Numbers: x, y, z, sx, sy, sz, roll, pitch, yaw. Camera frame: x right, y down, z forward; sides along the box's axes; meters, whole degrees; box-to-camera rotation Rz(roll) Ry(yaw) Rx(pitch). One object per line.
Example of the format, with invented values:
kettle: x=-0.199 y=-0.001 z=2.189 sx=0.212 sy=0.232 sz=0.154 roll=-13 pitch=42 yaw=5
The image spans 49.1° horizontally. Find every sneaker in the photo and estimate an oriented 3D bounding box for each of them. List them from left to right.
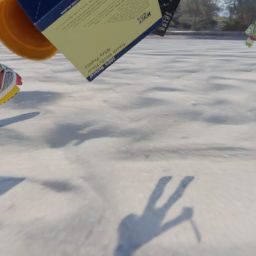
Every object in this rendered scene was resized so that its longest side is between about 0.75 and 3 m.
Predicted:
sneaker: x=-1.991 y=-0.402 z=3.650 sx=0.464 sy=0.490 sz=1.192 roll=40 pitch=83 yaw=29

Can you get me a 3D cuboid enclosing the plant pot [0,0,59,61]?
plant pot: x=-3.039 y=-3.755 z=9.385 sx=2.221 sy=2.221 sz=2.033 roll=3 pitch=48 yaw=7

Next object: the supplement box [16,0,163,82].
supplement box: x=-0.770 y=-2.639 z=5.877 sx=1.553 sy=2.314 sz=2.311 roll=53 pitch=4 yaw=23

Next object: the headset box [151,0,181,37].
headset box: x=0.630 y=-3.401 z=7.638 sx=1.425 sy=1.637 sz=0.759 roll=-6 pitch=40 yaw=-47

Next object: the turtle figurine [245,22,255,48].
turtle figurine: x=3.546 y=-2.420 z=7.427 sx=0.828 sy=1.151 sz=1.116 roll=-17 pitch=-19 yaw=2
